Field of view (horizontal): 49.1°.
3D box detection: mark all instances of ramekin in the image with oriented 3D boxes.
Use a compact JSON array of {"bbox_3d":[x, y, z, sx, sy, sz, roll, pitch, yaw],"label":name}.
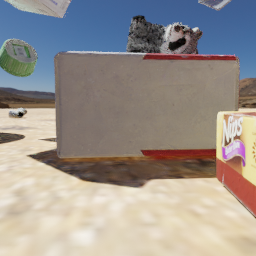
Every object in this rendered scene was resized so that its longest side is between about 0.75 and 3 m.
[{"bbox_3d":[-2.398,-1.557,6.144,0.822,0.822,0.401,-5,-30,-44],"label":"ramekin"}]

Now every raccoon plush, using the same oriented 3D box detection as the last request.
[{"bbox_3d":[0.577,-1.367,4.855,1.141,0.824,1.703,9,5,0],"label":"raccoon plush"}]

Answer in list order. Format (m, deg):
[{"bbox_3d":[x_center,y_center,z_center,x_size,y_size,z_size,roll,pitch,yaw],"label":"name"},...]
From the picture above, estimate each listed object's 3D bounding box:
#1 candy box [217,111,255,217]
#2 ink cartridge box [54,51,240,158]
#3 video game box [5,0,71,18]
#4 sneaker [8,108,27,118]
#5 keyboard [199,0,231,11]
[{"bbox_3d":[1.753,0.206,1.555,2.180,0.615,1.272,-1,5,3],"label":"candy box"},{"bbox_3d":[0.109,-0.370,4.630,2.178,1.230,2.967,0,5,-5],"label":"ink cartridge box"},{"bbox_3d":[-2.543,-3.063,5.518,2.105,0.541,2.311,22,6,-47],"label":"video game box"},{"bbox_3d":[-5.221,-0.676,13.661,0.570,0.469,1.239,9,14,13],"label":"sneaker"},{"bbox_3d":[2.160,-2.997,6.210,0.481,0.091,1.708,37,56,14],"label":"keyboard"}]
